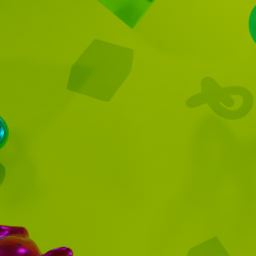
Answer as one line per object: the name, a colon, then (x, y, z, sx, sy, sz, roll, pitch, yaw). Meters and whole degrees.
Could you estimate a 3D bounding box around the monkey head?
monkey head: (-1.416, 1.706, 3.081, 1.555, 1.118, 0.937, -22, 34, -32)

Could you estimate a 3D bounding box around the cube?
cube: (0.141, -3.406, 6.427, 1.315, 1.315, 1.315, 36, 76, -11)

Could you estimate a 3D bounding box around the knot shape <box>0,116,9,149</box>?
knot shape: (-3.031, -0.320, 5.566, 0.714, 1.545, 1.445, -25, 49, -8)

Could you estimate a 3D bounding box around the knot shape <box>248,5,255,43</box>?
knot shape: (3.411, -2.557, 5.999, 1.768, 1.654, 0.817, 1, 60, 37)
